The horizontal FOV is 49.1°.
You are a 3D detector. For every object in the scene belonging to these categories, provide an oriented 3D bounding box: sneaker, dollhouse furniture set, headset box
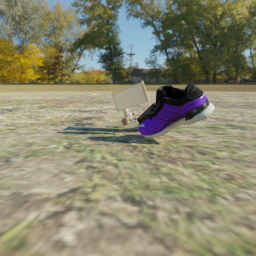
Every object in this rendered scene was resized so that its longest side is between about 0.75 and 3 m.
[{"bbox_3d":[0.806,-0.431,5.874,1.830,0.910,0.636,-24,20,42],"label":"sneaker"},{"bbox_3d":[0.147,-0.653,7.191,0.769,0.900,1.736,-17,8,5],"label":"dollhouse furniture set"},{"bbox_3d":[0.790,-0.310,7.274,1.023,0.395,0.761,-6,-28,-42],"label":"headset box"}]
